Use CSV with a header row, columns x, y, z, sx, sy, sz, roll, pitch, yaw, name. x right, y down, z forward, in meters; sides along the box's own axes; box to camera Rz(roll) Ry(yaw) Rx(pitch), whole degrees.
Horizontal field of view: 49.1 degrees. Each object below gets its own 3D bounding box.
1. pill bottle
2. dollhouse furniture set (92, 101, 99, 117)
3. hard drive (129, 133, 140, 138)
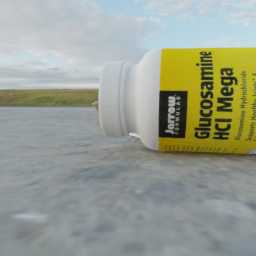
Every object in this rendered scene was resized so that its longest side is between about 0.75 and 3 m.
x,y,z,sx,sy,sz,roll,pitch,yaw,name
1.083,-0.433,4.453,2.910,1.636,1.636,1,5,8,pill bottle
-0.157,-0.688,10.746,2.006,1.148,2.352,-27,29,-6,dollhouse furniture set
0.548,0.120,6.620,0.864,0.166,1.310,-2,6,-21,hard drive
